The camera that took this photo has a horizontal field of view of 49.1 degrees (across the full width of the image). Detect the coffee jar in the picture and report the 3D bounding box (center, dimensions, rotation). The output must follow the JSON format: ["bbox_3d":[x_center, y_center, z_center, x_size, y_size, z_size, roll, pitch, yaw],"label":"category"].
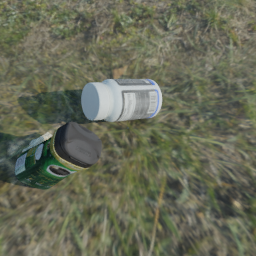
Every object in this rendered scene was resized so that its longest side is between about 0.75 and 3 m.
[{"bbox_3d":[-1.555,0.650,6.241,2.028,1.058,0.865,-29,44,34],"label":"coffee jar"}]

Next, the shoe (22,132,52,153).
[{"bbox_3d":[-2.368,0.395,7.327,0.282,0.370,1.057,58,35,-2],"label":"shoe"}]

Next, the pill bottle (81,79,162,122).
[{"bbox_3d":[-0.161,-0.759,7.613,2.000,1.138,1.138,-7,47,-36],"label":"pill bottle"}]
